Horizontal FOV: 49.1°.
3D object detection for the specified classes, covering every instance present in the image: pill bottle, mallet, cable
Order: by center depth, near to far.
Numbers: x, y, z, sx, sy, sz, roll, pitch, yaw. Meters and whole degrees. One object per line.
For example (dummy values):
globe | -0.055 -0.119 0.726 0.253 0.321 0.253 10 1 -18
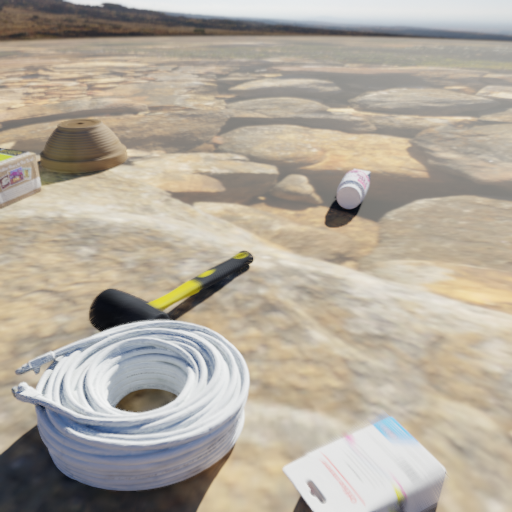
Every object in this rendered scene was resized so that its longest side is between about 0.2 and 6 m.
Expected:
cable | -1.103 1.415 5.593 2.053 0.711 2.053 24 35 38
mallet | -1.073 0.422 7.877 0.959 0.599 2.912 16 27 21
pill bottle | 1.947 -1.335 11.308 0.565 0.565 0.996 8 28 16

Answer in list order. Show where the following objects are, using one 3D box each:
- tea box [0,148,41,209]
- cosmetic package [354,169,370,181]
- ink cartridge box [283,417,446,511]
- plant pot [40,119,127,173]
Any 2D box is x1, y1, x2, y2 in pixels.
tea box | -5.419 -1.631 11.547 1.285 0.873 1.306 11 28 22
cosmetic package | 2.180 -1.629 12.220 0.408 0.297 0.803 14 31 26
ink cartridge box | 0.899 1.953 4.789 1.229 0.417 0.708 -14 33 -26
plant pot | -4.302 -2.806 13.847 2.095 0.967 2.095 -1 26 1
